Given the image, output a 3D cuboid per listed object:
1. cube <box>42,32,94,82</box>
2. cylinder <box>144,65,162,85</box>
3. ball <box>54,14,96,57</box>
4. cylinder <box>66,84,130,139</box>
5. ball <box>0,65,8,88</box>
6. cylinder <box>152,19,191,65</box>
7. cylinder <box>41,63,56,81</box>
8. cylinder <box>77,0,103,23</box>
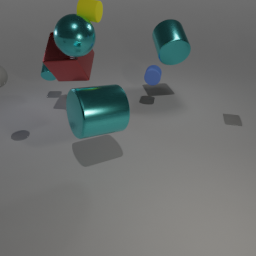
[{"bbox_3d":[-2.287,-2.800,11.047,1.400,1.400,1.400,1,67,14],"label":"cube"},{"bbox_3d":[1.085,-2.291,12.136,0.700,0.700,0.700,5,31,8],"label":"cylinder"},{"bbox_3d":[-1.790,-3.107,9.463,1.400,1.400,1.400,0,30,0],"label":"ball"},{"bbox_3d":[-0.876,-0.489,7.999,1.400,1.400,1.400,-11,31,-28],"label":"cylinder"},{"bbox_3d":[-3.821,-1.486,8.023,0.700,0.700,0.700,0,30,0],"label":"ball"},{"bbox_3d":[1.864,-3.708,12.160,1.400,1.400,1.400,-5,56,-8],"label":"cylinder"},{"bbox_3d":[-3.565,-2.626,12.734,0.700,0.700,0.700,0,64,1],"label":"cylinder"},{"bbox_3d":[-1.313,-4.055,9.655,0.700,0.700,0.700,14,32,11],"label":"cylinder"}]
